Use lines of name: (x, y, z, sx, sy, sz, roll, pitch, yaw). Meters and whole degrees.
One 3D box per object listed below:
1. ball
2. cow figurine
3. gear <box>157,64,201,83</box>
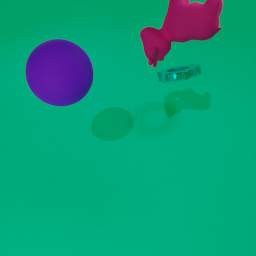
ball: (-1.351, -1.088, 5.591, 1.319, 1.319, 1.319, 0, 50, 0)
cow figurine: (1.030, -1.901, 5.549, 1.540, 1.515, 0.845, 15, 9, 20)
gear: (1.411, -1.533, 7.802, 1.201, 0.222, 1.201, -11, 19, 4)
